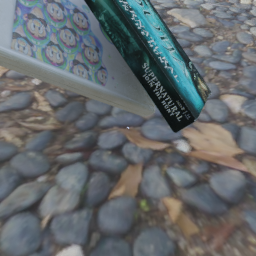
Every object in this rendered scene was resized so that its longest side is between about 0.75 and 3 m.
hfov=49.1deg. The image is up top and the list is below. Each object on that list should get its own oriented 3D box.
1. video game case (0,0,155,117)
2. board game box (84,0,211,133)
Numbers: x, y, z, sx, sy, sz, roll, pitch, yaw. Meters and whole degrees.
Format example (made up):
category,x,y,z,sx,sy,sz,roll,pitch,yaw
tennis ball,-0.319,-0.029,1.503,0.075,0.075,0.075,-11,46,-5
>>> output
category,x,y,z,sx,sy,sz,roll,pitch,yaw
video game case,-0.693,-1.775,4.326,2.944,0.349,2.680,17,62,-43
board game box,0.271,-1.312,3.999,2.563,0.361,1.734,55,29,-3
